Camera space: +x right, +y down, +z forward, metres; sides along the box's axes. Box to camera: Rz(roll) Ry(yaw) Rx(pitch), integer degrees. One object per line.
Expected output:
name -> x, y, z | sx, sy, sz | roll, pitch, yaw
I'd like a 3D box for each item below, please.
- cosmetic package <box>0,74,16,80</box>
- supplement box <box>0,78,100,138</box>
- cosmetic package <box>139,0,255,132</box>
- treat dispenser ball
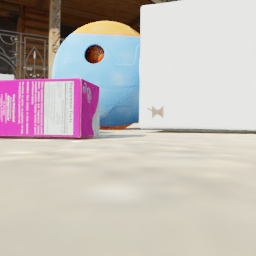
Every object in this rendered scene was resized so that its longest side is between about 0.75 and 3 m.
cosmetic package -> -4.935, -1.020, 10.846 | 1.174, 1.910, 1.904 | -1, 2, -19
supplement box -> -0.889, -0.180, 2.848 | 1.105, 0.571, 0.559 | 2, 0, 11
cosmetic package -> 1.435, -0.911, 4.917 | 1.907, 1.919, 2.293 | 2, 2, 22
treat dispenser ball -> -0.461, -1.115, 6.231 | 2.373, 2.373, 2.373 | 0, 1, 0
